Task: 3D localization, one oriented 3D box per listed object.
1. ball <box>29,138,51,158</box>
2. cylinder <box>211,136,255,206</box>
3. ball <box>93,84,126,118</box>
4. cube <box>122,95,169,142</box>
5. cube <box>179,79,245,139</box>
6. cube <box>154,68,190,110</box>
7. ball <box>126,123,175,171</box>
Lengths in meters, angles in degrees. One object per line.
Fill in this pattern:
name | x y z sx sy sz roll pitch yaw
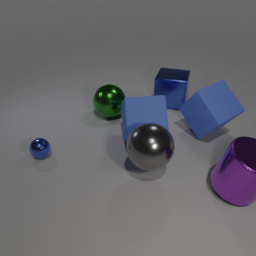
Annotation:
ball | -2.987 0.681 9.523 0.700 0.700 0.700 0 33 0
cylinder | 3.225 1.191 7.760 1.400 1.400 1.400 9 42 -8
ball | -0.765 -1.124 11.694 1.400 1.400 1.400 0 33 0
cube | 0.556 -0.298 9.900 1.400 1.400 1.400 -4 -6 -6
cube | 3.042 -0.675 10.282 1.400 1.400 1.400 -25 77 -27
cube | 1.991 -1.796 12.734 1.400 1.400 1.400 9 34 14
ball | 0.654 0.546 8.178 1.400 1.400 1.400 0 33 0
